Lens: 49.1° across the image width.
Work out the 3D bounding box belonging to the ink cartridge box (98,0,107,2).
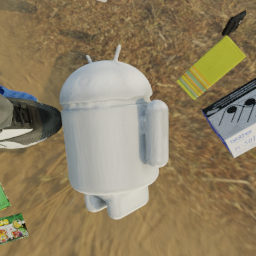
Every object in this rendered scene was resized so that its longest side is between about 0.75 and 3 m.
[{"bbox_3d":[-1.384,-4.641,7.545,2.447,2.156,0.547,5,67,-25],"label":"ink cartridge box"}]

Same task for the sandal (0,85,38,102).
[{"bbox_3d":[-2.962,-0.741,6.985,1.438,0.626,0.572,12,75,5],"label":"sandal"}]

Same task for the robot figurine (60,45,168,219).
[{"bbox_3d":[-0.319,0.072,4.920,2.388,2.816,1.590,1,9,38],"label":"robot figurine"}]

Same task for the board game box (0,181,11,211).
[{"bbox_3d":[-3.276,0.554,5.024,1.339,0.300,2.556,-24,84,-23],"label":"board game box"}]

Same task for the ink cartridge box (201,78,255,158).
[{"bbox_3d":[2.786,-0.554,5.311,2.491,0.551,1.171,-32,32,10],"label":"ink cartridge box"}]

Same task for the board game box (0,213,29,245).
[{"bbox_3d":[-2.259,1.831,4.965,0.892,0.105,0.467,-2,50,-47],"label":"board game box"}]

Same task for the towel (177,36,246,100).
[{"bbox_3d":[1.317,-0.948,4.537,0.459,1.066,0.096,48,32,1],"label":"towel"}]

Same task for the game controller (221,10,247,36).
[{"bbox_3d":[2.559,-2.524,6.787,0.471,0.903,0.190,-38,83,2],"label":"game controller"}]

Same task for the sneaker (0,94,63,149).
[{"bbox_3d":[-2.120,-0.165,4.409,2.608,1.180,0.867,2,77,-39],"label":"sneaker"}]
